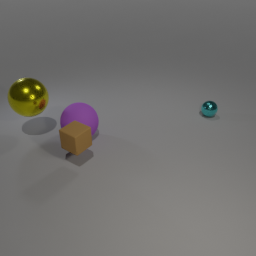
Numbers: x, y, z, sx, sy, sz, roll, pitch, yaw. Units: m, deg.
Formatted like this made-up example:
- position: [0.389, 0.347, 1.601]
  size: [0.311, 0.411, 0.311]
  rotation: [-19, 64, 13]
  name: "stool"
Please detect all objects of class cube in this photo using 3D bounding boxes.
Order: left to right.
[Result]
- position: [-1.609, 0.299, 8.663]
  size: [0.700, 0.700, 0.700]
  rotation: [22, 39, 29]
  name: "cube"

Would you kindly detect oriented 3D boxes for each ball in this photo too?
- position: [-3.558, -1.095, 10.032]
  size: [1.400, 1.400, 1.400]
  rotation: [0, 29, 0]
  name: "ball"
- position: [-1.782, -0.241, 10.316]
  size: [1.400, 1.400, 1.400]
  rotation: [0, 29, 0]
  name: "ball"
- position: [3.526, -0.835, 12.130]
  size: [0.700, 0.700, 0.700]
  rotation: [0, 29, 0]
  name: "ball"
